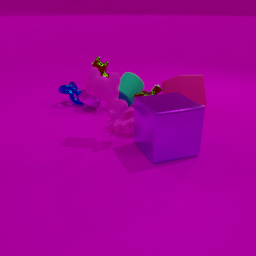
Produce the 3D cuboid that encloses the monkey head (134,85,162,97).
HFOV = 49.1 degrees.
[{"bbox_3d":[0.791,-1.006,9.665,1.226,0.882,0.739,34,35,-20],"label":"monkey head"}]

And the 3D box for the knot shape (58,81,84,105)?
[{"bbox_3d":[-2.090,-1.407,11.012,1.233,0.570,1.154,28,15,-14],"label":"knot shape"}]

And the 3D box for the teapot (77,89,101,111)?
[{"bbox_3d":[-1.409,-1.006,10.279,1.340,0.656,0.833,26,-5,37],"label":"teapot"}]

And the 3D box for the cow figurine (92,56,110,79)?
[{"bbox_3d":[-1.333,-2.804,13.593,1.068,1.050,0.586,29,36,-9],"label":"cow figurine"}]

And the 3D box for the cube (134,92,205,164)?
[{"bbox_3d":[1.013,-0.056,7.352,1.354,1.354,1.354,-9,26,-18],"label":"cube"}]

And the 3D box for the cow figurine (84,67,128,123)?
[{"bbox_3d":[-0.606,-0.882,7.683,1.345,1.324,0.738,15,-4,6],"label":"cow figurine"}]

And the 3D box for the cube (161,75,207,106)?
[{"bbox_3d":[1.939,-1.214,9.766,1.062,1.062,1.062,-6,0,-28],"label":"cube"}]

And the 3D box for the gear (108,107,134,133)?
[{"bbox_3d":[0.007,-0.283,8.735,1.271,0.235,1.271,-17,24,8],"label":"gear"}]

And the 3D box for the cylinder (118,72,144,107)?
[{"bbox_3d":[-0.017,-1.446,10.547,0.936,0.936,0.936,19,64,36],"label":"cylinder"}]
